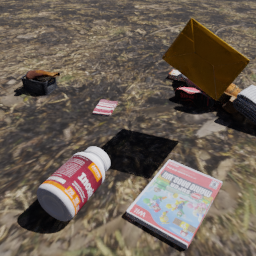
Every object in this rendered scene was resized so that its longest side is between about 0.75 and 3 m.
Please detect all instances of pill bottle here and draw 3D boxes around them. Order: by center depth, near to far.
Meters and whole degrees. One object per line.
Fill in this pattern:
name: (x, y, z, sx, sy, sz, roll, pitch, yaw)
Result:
pill bottle: (-1.506, 1.544, 8.376, 1.265, 1.265, 2.239, 18, 39, 23)

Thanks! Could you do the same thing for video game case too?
video game case: (1.470, 2.110, 8.475, 1.921, 0.234, 2.687, 22, 41, 27)

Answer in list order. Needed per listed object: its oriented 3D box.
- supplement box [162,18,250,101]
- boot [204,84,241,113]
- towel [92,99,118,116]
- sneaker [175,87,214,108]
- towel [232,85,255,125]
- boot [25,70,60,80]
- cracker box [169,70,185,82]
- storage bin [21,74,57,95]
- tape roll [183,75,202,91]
supplement box: (2.542, -2.159, 9.133, 2.129, 1.433, 2.159, 40, 19, 9)
boot: (4.311, -1.884, 12.881, 2.362, 0.870, 1.827, 51, 41, -5)
towel: (-1.045, -0.947, 12.850, 0.866, 0.137, 1.202, 8, 36, 12)
sneaker: (3.228, -1.571, 13.218, 1.969, 0.726, 0.854, 26, 41, 31)
towel: (5.548, -0.866, 11.864, 1.918, 0.821, 1.588, 44, 44, 20)
boot: (-4.195, -2.560, 13.780, 1.297, 0.444, 1.221, 12, 19, 20)
cracker box: (2.815, -2.895, 15.445, 0.981, 0.283, 0.657, 17, 39, 24)
storage bin: (-4.502, -2.312, 14.271, 1.523, 0.714, 1.029, 14, 38, 19)
tape roll: (3.972, -2.964, 14.176, 2.367, 0.782, 2.367, -26, 34, 19)
